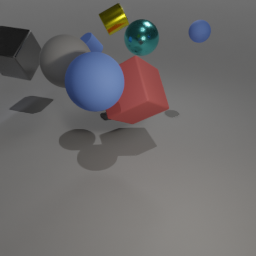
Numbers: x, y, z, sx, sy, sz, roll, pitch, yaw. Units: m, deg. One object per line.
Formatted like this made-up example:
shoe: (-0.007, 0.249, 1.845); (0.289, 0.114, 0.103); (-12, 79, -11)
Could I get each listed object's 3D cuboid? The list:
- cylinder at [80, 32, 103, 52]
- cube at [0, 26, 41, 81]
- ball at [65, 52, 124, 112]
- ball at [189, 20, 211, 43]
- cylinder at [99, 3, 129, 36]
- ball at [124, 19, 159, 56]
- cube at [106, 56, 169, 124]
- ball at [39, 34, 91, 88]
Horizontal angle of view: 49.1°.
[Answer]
cylinder: (-1.414, -3.089, 10.529); (0.700, 0.700, 0.700); (-21, 49, 27)
cube: (-4.383, -2.904, 10.927); (1.400, 1.400, 1.400); (12, 66, 14)
ball: (-0.789, -1.090, 6.662); (1.400, 1.400, 1.400); (0, 30, 0)
ball: (2.303, -3.104, 9.002); (0.700, 0.700, 0.700); (0, 30, 0)
cylinder: (-0.425, -3.278, 8.464); (0.700, 0.700, 0.700); (-28, 31, 5)
ball: (0.540, -3.587, 11.152); (1.400, 1.400, 1.400); (0, 30, 0)
cube: (0.179, -1.059, 8.383); (1.400, 1.400, 1.400); (-23, -18, 28)
ball: (-1.648, -1.777, 7.509); (1.400, 1.400, 1.400); (0, 30, 0)
